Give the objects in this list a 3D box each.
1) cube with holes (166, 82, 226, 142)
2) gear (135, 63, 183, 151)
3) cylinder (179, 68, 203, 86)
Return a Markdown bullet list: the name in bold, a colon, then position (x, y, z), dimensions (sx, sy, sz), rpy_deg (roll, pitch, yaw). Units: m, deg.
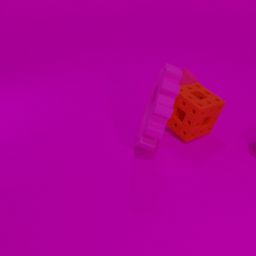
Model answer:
- **cube with holes**: position (1.728, -0.453, 7.535), dimensions (1.040, 1.040, 1.040), rpy_deg (-16, 47, -35)
- **gear**: position (0.712, -0.490, 6.769), dimensions (0.382, 2.068, 2.068), rpy_deg (19, 33, -4)
- **cylinder**: position (1.771, -1.248, 8.833), dimensions (0.930, 0.930, 0.930), rpy_deg (40, 21, -19)
